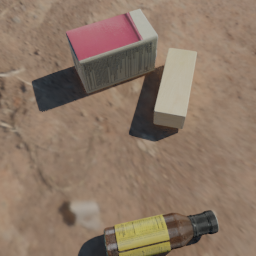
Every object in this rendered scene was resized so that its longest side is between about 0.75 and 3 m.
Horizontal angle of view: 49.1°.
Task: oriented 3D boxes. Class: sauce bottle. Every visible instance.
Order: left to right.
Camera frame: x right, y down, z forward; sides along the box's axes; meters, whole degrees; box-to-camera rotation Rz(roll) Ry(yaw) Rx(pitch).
[{"bbox_3d":[0.839,2.673,7.064,2.834,0.917,0.917,-9,65,-5],"label":"sauce bottle"}]

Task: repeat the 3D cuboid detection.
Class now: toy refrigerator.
[{"bbox_3d":[1.534,-1.293,9.038,0.961,0.886,2.532,10,63,9],"label":"toy refrigerator"}]

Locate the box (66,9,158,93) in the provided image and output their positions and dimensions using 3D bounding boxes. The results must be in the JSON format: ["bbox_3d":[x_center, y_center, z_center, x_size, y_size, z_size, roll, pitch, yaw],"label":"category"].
[{"bbox_3d":[-0.492,-2.485,9.144,2.567,1.641,1.399,-21,64,-10],"label":"box"}]
